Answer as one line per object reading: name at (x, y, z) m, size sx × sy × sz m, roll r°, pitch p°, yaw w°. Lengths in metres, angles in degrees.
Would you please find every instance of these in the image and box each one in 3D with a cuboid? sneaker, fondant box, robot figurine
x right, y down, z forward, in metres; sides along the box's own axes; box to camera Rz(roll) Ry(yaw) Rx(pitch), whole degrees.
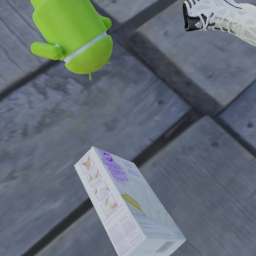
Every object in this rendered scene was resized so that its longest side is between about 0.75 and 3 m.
sneaker at (2.457, -2.745, 7.529) m, size 1.543 × 1.012 × 2.682 m, roll -31°, pitch 57°, yaw -9°
fondant box at (0.017, 1.342, 5.098) m, size 0.572 × 1.417 × 1.964 m, roll -47°, pitch 51°, yaw 11°
robot figurine at (-1.083, -1.971, 5.640) m, size 1.738 × 1.146 × 1.981 m, roll -47°, pitch 111°, yaw -36°
